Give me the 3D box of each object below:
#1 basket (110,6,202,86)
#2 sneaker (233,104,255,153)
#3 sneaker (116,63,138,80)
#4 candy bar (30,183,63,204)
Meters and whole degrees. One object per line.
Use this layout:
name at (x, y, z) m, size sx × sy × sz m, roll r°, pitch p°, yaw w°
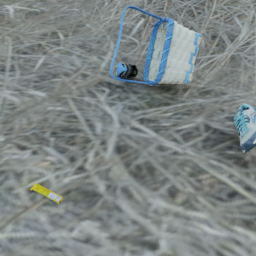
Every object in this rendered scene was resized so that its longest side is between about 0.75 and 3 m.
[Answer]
basket at (0.806, -2.295, 8.551) m, size 2.455 × 2.164 × 1.707 m, roll 12°, pitch 8°, yaw -19°
sneaker at (3.041, -0.037, 7.270) m, size 0.788 × 0.708 × 1.825 m, roll 40°, pitch 38°, yaw 2°
sneaker at (0.020, -1.729, 8.823) m, size 0.616 × 0.527 × 1.488 m, roll 11°, pitch 7°, yaw 7°
candy bar at (-1.883, 1.512, 6.489) m, size 0.851 × 0.094 × 0.212 m, roll 21°, pitch 49°, yaw 18°
